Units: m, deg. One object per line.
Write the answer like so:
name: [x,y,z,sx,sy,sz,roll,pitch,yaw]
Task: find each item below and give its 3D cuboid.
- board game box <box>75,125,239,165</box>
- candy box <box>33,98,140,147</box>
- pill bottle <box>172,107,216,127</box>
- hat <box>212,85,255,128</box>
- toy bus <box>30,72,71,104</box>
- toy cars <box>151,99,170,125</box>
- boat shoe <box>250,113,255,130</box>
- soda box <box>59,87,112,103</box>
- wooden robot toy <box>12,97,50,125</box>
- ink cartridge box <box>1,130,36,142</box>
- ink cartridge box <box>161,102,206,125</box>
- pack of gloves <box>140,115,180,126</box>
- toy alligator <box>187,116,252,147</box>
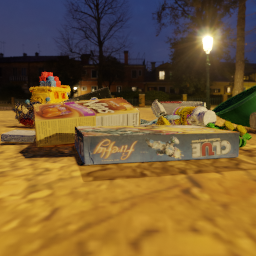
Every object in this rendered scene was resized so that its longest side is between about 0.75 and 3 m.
board game box: [0.392,0.238,5.235,2.632,0.455,1.783,-1,5,-14]
candy box: [-1.035,-0.213,6.769,2.350,0.663,1.371,-5,21,-19]
pill bottle: [2.351,-0.351,10.038,0.838,0.838,1.607,-3,5,-29]
hat: [5.080,-0.130,10.951,2.474,2.629,2.987,-35,3,-44]
toy bus: [-3.681,-1.510,14.170,1.789,2.530,2.636,1,3,24]
toy cars: [0.981,-0.291,8.663,0.452,0.915,2.041,-30,27,13]
boat shoe: [4.715,-0.275,8.968,0.746,0.875,2.618,-6,1,4]
soda box: [-1.846,-0.811,10.956,2.524,0.893,0.799,-23,11,-26]
wooden robot toy: [-3.919,-0.436,12.189,2.822,1.243,1.280,-1,-35,38]
ink cartridge box: [-2.511,0.204,7.136,1.050,0.213,1.048,1,5,-3]
ink cartridge box: [2.559,-0.685,12.880,1.833,1.042,2.516,2,5,18]
pack of gloves: [0.669,-0.283,9.351,1.941,0.383,1.631,-13,0,-8]
toy alligator: [1.952,0.135,5.839,1.557,0.462,0.423,15,43,-14]
